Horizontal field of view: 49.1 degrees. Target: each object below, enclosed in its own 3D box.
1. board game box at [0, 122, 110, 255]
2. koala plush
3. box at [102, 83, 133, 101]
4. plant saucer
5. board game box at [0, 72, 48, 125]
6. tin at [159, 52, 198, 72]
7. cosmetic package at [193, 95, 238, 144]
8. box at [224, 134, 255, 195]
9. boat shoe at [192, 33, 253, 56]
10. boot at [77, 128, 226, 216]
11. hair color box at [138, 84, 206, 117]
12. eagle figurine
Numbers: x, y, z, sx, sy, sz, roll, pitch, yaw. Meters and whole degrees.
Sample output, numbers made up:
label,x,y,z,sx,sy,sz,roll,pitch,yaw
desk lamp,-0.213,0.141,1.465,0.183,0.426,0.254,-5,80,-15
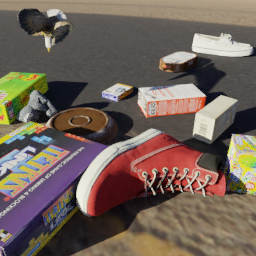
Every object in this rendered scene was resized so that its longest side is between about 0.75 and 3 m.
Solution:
label,x,y,z,sx,sy,sz,roll,pitch,yaw
board game box,-1.992,1.006,5.350,2.288,0.785,2.768,14,33,25
koala plush,-2.716,-0.510,8.028,0.935,0.859,0.829,-45,35,-23
box,-0.391,-1.231,9.745,0.650,0.227,1.093,19,38,29
plant saucer,-1.309,-0.082,7.682,2.064,0.331,2.064,0,31,0
board game box,-3.783,-1.053,9.017,1.345,0.630,2.647,5,31,9
tin,2.289,-3.015,12.618,1.220,0.456,2.180,18,35,35
cosmetic package,2.363,-0.256,7.536,0.539,0.763,1.474,24,39,34
box,2.504,0.744,5.563,0.972,1.009,0.615,6,31,11
boat shoe,4.803,-4.286,14.190,2.991,0.983,1.076,13,33,22
boot,0.617,0.990,5.221,2.033,1.021,2.819,23,34,32
hair color box,1.334,-0.882,8.774,1.853,0.592,1.028,-5,31,-11
eagle figurine,-2.294,-2.888,8.145,1.319,1.312,1.739,-29,8,-6
